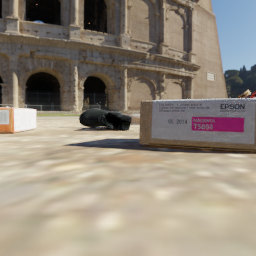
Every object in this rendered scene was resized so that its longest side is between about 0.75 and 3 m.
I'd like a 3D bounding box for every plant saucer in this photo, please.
[{"bbox_3d":[0.260,-0.368,11.027,2.626,0.421,2.626,-1,2,0],"label":"plant saucer"}]

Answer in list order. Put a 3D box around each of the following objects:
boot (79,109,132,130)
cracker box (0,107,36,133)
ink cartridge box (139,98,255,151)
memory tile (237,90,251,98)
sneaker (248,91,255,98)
[{"bbox_3d":[-0.609,-0.188,6.868,1.294,0.515,1.570,-2,7,-5],"label":"boot"},{"bbox_3d":[-2.772,-0.188,6.025,1.179,0.508,1.760,0,2,-5],"label":"cracker box"},{"bbox_3d":[0.997,-0.064,3.336,1.411,0.530,1.162,3,3,26],"label":"ink cartridge box"},{"bbox_3d":[3.949,-0.826,11.075,1.971,0.165,1.511,-38,-11,23],"label":"memory tile"},{"bbox_3d":[4.637,-0.665,11.054,2.447,0.865,1.195,-29,-12,-33],"label":"sneaker"}]
